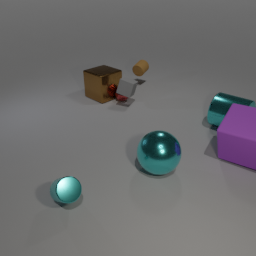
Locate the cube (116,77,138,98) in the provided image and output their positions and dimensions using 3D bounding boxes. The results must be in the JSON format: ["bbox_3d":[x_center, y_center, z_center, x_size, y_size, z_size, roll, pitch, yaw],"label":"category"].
[{"bbox_3d":[-0.036,-1.902,13.040,0.700,0.700,0.700,22,24,10],"label":"cube"}]

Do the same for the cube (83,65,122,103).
[{"bbox_3d":[-1.259,-2.254,14.181,1.400,1.400,1.400,26,38,38],"label":"cube"}]

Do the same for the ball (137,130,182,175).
[{"bbox_3d":[0.976,0.770,8.816,1.400,1.400,1.400,0,29,0],"label":"ball"}]

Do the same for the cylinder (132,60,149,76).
[{"bbox_3d":[0.708,-3.333,15.568,0.700,0.700,0.700,17,46,27],"label":"cylinder"}]

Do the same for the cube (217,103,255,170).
[{"bbox_3d":[3.853,0.265,9.138,1.400,1.400,1.400,17,53,33],"label":"cube"}]

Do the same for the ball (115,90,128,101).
[{"bbox_3d":[-0.282,-1.679,13.900,0.700,0.700,0.700,0,29,0],"label":"ball"}]

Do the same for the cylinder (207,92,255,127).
[{"bbox_3d":[4.137,-0.592,11.214,1.400,1.400,1.400,23,37,37],"label":"cylinder"}]

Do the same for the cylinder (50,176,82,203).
[{"bbox_3d":[-1.694,1.679,7.595,0.700,0.700,0.700,-20,-2,-31],"label":"cylinder"}]
